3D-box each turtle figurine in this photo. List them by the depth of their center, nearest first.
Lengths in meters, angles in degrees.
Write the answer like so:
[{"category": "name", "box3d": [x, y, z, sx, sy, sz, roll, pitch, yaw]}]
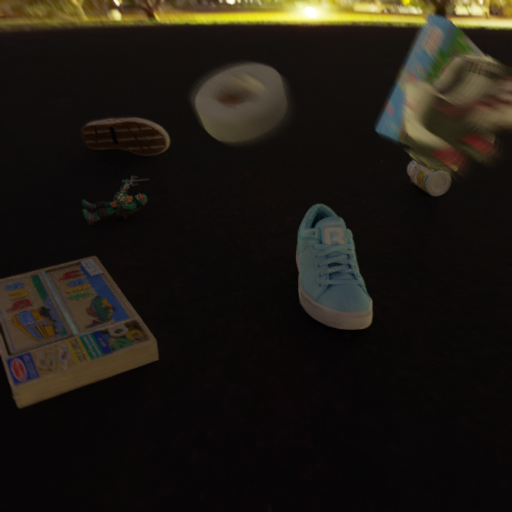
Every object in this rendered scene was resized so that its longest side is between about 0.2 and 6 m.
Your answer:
[{"category": "turtle figurine", "box3d": [-2.874, -1.145, 11.789, 1.499, 0.755, 1.122, -21, 18, -6]}]

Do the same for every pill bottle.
[{"category": "pill bottle", "box3d": [4.044, -1.890, 13.267, 0.625, 0.625, 1.125, -7, 29, -12]}]

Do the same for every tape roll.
[{"category": "tape roll", "box3d": [-0.288, -2.971, 10.834, 1.708, 0.564, 1.708, -10, 49, 12]}]

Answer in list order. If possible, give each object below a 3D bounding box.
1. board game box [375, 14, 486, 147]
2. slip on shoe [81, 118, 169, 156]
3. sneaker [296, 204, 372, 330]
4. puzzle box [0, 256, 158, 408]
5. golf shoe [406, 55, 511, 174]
[{"category": "board game box", "box3d": [3.355, -2.842, 10.125, 0.485, 2.003, 2.648, 33, 18, 35]}, {"category": "slip on shoe", "box3d": [-3.573, -3.401, 15.762, 2.742, 1.042, 0.831, 4, 28, 23]}, {"category": "sneaker", "box3d": [1.158, 0.038, 9.107, 1.076, 1.193, 2.911, -6, 29, -8]}, {"category": "puzzle box", "box3d": [-2.872, 0.942, 8.303, 1.896, 0.362, 2.850, -17, 33, -27]}, {"category": "golf shoe", "box3d": [2.547, -1.704, 5.852, 2.179, 0.960, 0.841, -28, 26, -13]}]
